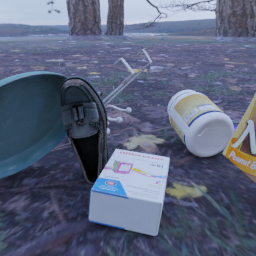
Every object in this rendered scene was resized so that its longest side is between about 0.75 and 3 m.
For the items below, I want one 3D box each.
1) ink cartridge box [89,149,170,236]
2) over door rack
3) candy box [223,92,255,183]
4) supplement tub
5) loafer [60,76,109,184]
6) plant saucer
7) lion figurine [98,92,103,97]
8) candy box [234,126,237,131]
[{"bbox_3d":[0.094,1.021,4.934,1.120,0.656,1.550,9,20,9],"label":"ink cartridge box"},{"bbox_3d":[-0.307,-0.673,7.272,0.863,2.591,1.914,39,27,1],"label":"over door rack"},{"bbox_3d":[2.784,0.569,4.338,0.676,1.412,2.446,-2,35,-31],"label":"candy box"},{"bbox_3d":[1.737,-0.185,7.047,1.188,1.188,1.646,-5,32,-12],"label":"supplement tub"},{"bbox_3d":[-0.753,0.131,5.259,0.792,2.205,0.693,-6,38,5],"label":"loafer"},{"bbox_3d":[-2.049,-0.028,5.207,2.686,2.686,0.368,-23,61,-44],"label":"plant saucer"},{"bbox_3d":[-1.319,-0.602,8.156,1.375,0.842,0.498,-3,7,19],"label":"lion figurine"},{"bbox_3d":[2.872,0.232,7.402,0.925,0.356,0.782,2,23,9],"label":"candy box"}]
